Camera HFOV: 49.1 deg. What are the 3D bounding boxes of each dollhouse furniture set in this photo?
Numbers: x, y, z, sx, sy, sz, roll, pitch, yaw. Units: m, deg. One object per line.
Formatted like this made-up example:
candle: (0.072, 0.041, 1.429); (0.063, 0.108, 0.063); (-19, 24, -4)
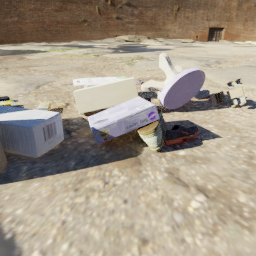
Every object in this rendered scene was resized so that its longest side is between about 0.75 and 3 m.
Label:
dollhouse furniture set: (4.656, -1.518, 12.976); (0.887, 1.171, 1.336); (-18, 1, -41)

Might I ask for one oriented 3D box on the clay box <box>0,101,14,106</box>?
clay box: (-5.803, -1.041, 12.911); (1.039, 0.247, 0.597); (-8, 23, -19)

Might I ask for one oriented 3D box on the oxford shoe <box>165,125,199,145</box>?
oxford shoe: (1.855, 0.105, 9.433); (1.508, 0.547, 0.537); (-18, 5, -39)

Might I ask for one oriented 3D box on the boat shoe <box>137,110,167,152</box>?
boat shoe: (0.837, 0.015, 9.716); (0.963, 0.824, 2.629); (-20, 14, 16)

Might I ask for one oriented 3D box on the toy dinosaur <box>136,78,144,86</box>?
toy dinosaur: (0.813, -2.588, 16.936); (0.478, 0.910, 0.826); (37, 37, -19)

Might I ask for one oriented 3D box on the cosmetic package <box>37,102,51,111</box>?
cosmetic package: (-3.703, -0.874, 12.394); (0.471, 0.318, 0.896); (-4, 22, -10)

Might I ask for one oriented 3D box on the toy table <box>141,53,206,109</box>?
toy table: (2.080, -2.074, 13.009); (2.714, 2.495, 1.590); (-22, 45, -35)

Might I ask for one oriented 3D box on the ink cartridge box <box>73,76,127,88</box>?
ink cartridge box: (-1.353, -1.989, 14.353); (2.801, 0.943, 1.640); (-5, 22, -11)

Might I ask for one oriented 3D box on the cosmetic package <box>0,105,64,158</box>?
cosmetic package: (-3.768, 0.019, 9.154); (2.925, 1.083, 1.487); (7, 22, 22)

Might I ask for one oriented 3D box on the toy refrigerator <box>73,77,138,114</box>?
toy refrigerator: (-0.905, -1.412, 12.030); (2.599, 0.986, 0.909); (-13, 12, 1)

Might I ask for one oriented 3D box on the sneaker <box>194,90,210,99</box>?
sneaker: (3.601, -1.789, 14.647); (1.278, 0.463, 0.729); (-8, 16, -38)

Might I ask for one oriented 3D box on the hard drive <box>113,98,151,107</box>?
hard drive: (0.176, -1.087, 12.663); (1.514, 0.249, 1.056); (-2, 19, 24)

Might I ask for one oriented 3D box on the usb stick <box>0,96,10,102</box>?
usb stick: (-6.637, -1.298, 13.526); (1.710, 0.279, 0.474); (-15, 24, -32)

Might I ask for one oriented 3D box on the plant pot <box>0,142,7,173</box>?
plant pot: (-4.608, -0.021, 7.226); (2.371, 2.532, 2.371); (0, 22, 0)

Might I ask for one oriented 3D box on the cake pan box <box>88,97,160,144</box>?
cake pan box: (-0.208, -0.362, 9.549); (2.253, 0.589, 2.075); (-23, 19, -8)
